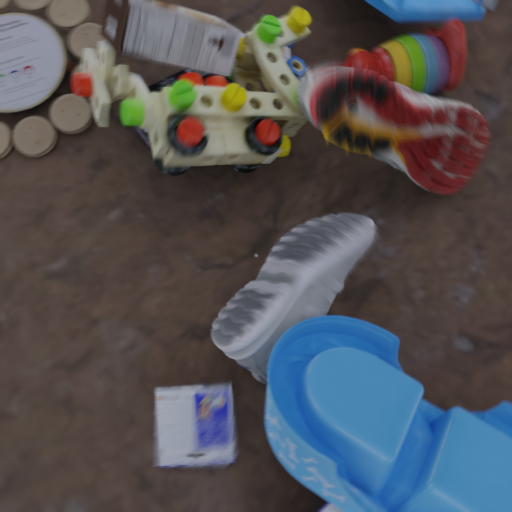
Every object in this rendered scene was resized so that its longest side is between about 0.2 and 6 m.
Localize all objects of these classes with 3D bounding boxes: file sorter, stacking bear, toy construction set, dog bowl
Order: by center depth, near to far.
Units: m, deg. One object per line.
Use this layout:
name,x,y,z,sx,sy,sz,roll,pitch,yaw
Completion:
dog bowl,1.756,2.216,6.378,3.809,0.944,2.123,31,41,14
toy construction set,-0.720,-2.440,8.288,3.784,1.743,2.481,-10,78,-15
stacking bear,2.301,-3.102,9.291,1.954,1.187,1.111,-14,103,-8
file sorter,2.509,-5.295,9.381,1.899,1.679,2.737,-12,47,-24

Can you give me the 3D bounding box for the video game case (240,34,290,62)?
video game case,0.139,-3.619,10.095,0.932,0.117,1.024,-2,64,-1

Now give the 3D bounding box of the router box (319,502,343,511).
router box,0.889,4.172,5.942,2.503,0.611,2.246,-38,69,-17

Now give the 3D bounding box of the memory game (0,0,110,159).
memory game,-4.080,-3.172,9.351,3.386,0.216,3.386,0,80,-1

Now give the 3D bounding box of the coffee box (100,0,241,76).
coffee box,-1.233,-3.213,8.060,1.730,0.690,0.989,1,31,-34

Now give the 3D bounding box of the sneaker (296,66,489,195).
sneaker,2.019,-1.922,8.036,3.284,1.278,1.349,19,19,-29

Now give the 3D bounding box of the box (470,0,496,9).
box,4.237,-5.226,10.712,0.835,0.438,0.768,17,65,8

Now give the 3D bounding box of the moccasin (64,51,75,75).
moccasin,-4.070,-3.501,9.721,1.967,0.719,0.759,20,80,6

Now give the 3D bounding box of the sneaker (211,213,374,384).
sneaker,0.610,0.485,7.585,2.774,1.137,1.036,-42,35,-18

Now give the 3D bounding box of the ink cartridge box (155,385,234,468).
ink cartridge box,-0.759,2.106,6.978,0.942,0.224,0.953,-2,95,-3

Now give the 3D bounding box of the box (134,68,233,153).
box,-1.127,-2.294,8.998,1.528,0.877,1.010,-30,62,-15
